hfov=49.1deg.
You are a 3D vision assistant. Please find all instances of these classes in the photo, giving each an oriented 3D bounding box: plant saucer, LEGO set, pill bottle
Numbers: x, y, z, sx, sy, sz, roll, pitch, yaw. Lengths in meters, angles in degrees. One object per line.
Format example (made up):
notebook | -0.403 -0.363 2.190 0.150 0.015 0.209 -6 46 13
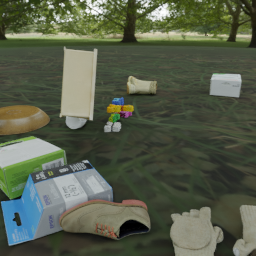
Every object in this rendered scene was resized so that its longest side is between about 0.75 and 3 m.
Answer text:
plant saucer | -4.152 -0.395 10.250 2.474 0.438 2.474 -1 21 0
LEGO set | -0.204 -0.578 10.231 0.876 0.814 2.135 3 22 9
pill bottle | -1.781 -0.407 9.937 0.682 0.682 1.216 2 20 5

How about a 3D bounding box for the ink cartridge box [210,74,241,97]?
ink cartridge box | 5.116 -2.280 14.714 1.468 0.845 2.011 7 22 19

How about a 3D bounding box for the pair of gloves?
pair of gloves | 1.616 1.842 4.427 1.870 0.328 1.590 -1 24 5

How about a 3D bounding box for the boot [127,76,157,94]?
boot | 0.755 -2.266 14.847 1.567 0.734 2.016 1 22 4

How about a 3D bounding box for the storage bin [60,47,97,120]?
storage bin | -1.430 -1.195 8.115 0.870 1.857 1.844 3 3 -10

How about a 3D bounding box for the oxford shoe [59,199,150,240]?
oxford shoe | -0.373 1.595 4.779 1.570 0.553 0.587 -5 27 -11

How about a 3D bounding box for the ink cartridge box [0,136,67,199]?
ink cartridge box | -2.487 0.813 6.670 1.371 0.703 1.856 -17 20 -37

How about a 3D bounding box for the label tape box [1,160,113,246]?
label tape box | -1.408 1.321 5.400 1.876 0.620 1.344 -9 22 -26
